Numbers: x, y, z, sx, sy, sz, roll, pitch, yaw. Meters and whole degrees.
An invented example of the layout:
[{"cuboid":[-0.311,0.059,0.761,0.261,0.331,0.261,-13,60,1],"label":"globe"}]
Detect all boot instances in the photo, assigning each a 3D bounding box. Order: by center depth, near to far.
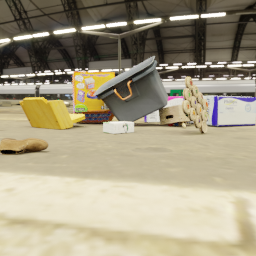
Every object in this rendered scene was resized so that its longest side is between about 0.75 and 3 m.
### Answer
[{"cuboid":[-2.072,0.409,5.578,0.923,0.340,0.348,0,31,-11],"label":"boot"}]

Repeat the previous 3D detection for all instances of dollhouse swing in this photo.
[{"cuboid":[-2.888,-0.771,11.193,1.833,1.666,1.612,4,34,37],"label":"dollhouse swing"}]

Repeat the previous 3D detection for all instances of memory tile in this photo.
[{"cuboid":[2.137,-0.677,8.733,0.142,1.293,1.687,-7,-32,36],"label":"memory tile"}]

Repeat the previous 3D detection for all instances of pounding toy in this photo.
[{"cuboid":[2.139,-0.430,11.813,1.287,0.994,1.398,-4,-4,-45],"label":"pounding toy"}]

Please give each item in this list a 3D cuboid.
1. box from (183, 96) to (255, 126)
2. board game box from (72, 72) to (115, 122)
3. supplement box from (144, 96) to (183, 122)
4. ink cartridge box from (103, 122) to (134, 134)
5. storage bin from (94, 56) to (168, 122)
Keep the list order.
[{"cuboid":[4.092,-0.787,12.721,2.225,1.269,2.419,-2,5,-24],"label":"box"},{"cuboid":[-1.681,-1.447,13.608,1.945,1.943,1.944,-1,-13,-12],"label":"board game box"},{"cuboid":[2.179,-0.978,14.594,2.590,1.311,1.339,1,5,8],"label":"supplement box"},{"cuboid":[-0.309,-0.021,9.392,0.864,0.365,0.631,-4,7,-40],"label":"ink cartridge box"},{"cuboid":[0.293,-1.359,11.547,2.779,1.866,2.022,-27,18,21],"label":"storage bin"}]
